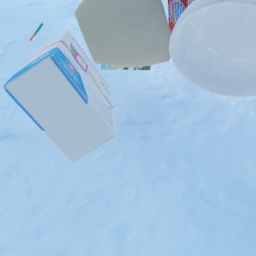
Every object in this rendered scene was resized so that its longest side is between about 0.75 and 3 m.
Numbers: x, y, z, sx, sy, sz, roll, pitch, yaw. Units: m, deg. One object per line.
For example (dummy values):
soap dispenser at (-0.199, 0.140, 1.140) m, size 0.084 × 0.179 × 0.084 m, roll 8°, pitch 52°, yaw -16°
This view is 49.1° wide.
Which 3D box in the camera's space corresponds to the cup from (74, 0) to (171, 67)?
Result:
cup at (-0.264, -2.663, 7.253) m, size 1.891 × 2.645 × 2.645 m, roll -21°, pitch 38°, yaw -1°

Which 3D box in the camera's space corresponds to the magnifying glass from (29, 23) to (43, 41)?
magnifying glass at (-3.407, -3.550, 10.399) m, size 0.103 × 0.921 × 0.367 m, roll 34°, pitch 41°, yaw -30°

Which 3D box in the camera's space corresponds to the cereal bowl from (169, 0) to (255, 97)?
cereal bowl at (1.883, -1.550, 4.960) m, size 2.183 × 2.183 × 0.909 m, roll 16°, pitch 65°, yaw 20°

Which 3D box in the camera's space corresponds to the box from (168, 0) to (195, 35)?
box at (1.973, -3.849, 9.106) m, size 1.020 × 2.047 × 0.977 m, roll -17°, pitch 26°, yaw -25°

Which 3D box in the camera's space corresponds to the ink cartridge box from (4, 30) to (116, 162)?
ink cartridge box at (-0.940, -0.643, 4.538) m, size 0.834 × 1.424 × 1.971 m, roll -32°, pitch 27°, yaw 10°

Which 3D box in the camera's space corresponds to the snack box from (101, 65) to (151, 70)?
snack box at (-0.090, -2.135, 8.853) m, size 1.546 × 0.287 × 0.898 m, roll 0°, pitch 36°, yaw -6°
